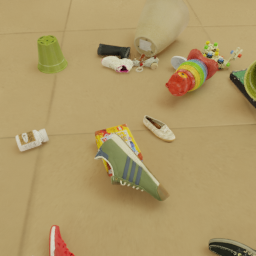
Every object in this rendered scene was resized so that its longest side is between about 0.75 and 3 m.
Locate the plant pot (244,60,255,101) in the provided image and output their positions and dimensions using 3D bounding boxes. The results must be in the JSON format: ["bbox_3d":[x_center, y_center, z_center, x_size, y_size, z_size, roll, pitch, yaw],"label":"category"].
[{"bbox_3d":[5.379,-2.052,10.218,1.901,1.901,1.748,21,39,19],"label":"plant pot"}]

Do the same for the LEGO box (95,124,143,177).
[{"bbox_3d":[-0.321,0.688,9.110,1.139,0.590,1.529,-15,48,-14],"label":"LEGO box"}]

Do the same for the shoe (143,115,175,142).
[{"bbox_3d":[1.076,0.008,9.916,1.405,0.375,0.491,35,55,29],"label":"shoe"}]

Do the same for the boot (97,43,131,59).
[{"bbox_3d":[-0.723,-3.549,13.231,1.523,0.500,1.256,10,36,3],"label":"boot"}]

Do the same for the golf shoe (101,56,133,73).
[{"bbox_3d":[-0.521,-2.829,12.556,1.453,0.547,0.665,7,50,9],"label":"golf shoe"}]

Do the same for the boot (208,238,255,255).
[{"bbox_3d":[2.616,3.419,6.484,1.701,0.614,1.285,17,51,16],"label":"boot"}]

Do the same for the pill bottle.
[{"bbox_3d":[-3.218,0.375,9.440,0.967,0.553,0.553,-19,49,-17],"label":"pill bottle"}]

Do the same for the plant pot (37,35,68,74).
[{"bbox_3d":[-3.501,-3.369,12.523,1.381,1.311,1.381,-1,46,1],"label":"plant pot"}]

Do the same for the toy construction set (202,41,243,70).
[{"bbox_3d":[4.192,-3.339,12.875,1.921,0.885,1.259,27,51,38],"label":"toy construction set"}]

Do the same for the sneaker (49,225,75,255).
[{"bbox_3d":[-1.504,3.110,6.915,0.844,0.573,1.462,-2,58,-14],"label":"sneaker"}]

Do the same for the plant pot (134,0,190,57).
[{"bbox_3d":[1.344,-4.706,13.369,2.383,2.383,2.544,21,63,19],"label":"plant pot"}]

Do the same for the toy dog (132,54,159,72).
[{"bbox_3d":[0.846,-3.056,12.705,1.254,0.604,0.827,-10,47,-10],"label":"toy dog"}]

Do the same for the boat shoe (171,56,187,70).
[{"bbox_3d":[2.866,-2.760,12.408,1.927,0.674,0.639,23,42,22],"label":"boat shoe"}]

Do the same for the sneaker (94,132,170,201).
[{"bbox_3d":[0.018,1.322,7.939,1.062,0.794,2.367,-40,81,-6],"label":"sneaker"}]

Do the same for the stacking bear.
[{"bbox_3d":[2.369,-2.014,11.112,1.362,1.275,2.242,39,50,15],"label":"stacking bear"}]

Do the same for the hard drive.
[{"bbox_3d":[5.371,-1.707,11.546,1.502,0.407,2.150,-11,48,-10],"label":"hard drive"}]
